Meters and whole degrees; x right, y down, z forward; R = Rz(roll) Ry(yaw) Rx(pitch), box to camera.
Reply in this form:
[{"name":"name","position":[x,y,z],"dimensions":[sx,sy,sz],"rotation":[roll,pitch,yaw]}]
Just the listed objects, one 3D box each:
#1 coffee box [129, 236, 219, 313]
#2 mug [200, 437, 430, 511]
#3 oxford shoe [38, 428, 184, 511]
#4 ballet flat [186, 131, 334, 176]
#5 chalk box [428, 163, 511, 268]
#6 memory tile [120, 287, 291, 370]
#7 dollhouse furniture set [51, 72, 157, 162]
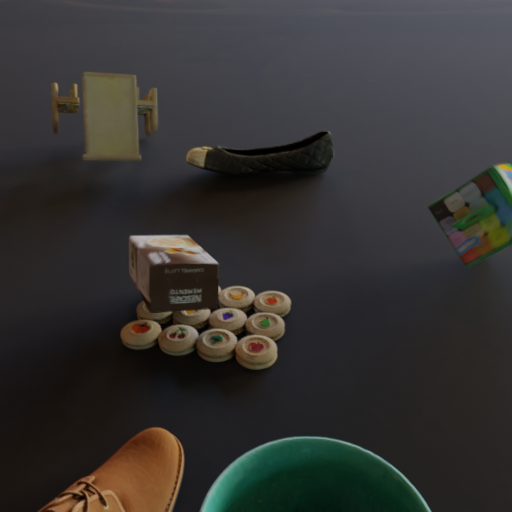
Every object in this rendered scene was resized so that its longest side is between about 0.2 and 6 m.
[{"name":"coffee box","position":[-1.055,0.177,6.901],"dimensions":[0.825,0.575,1.442],"rotation":[-2,15,-20]},{"name":"mug","position":[0.399,2.230,3.509],"dimensions":[1.511,1.137,1.839],"rotation":[-4,31,-8]},{"name":"oxford shoe","position":[-1.245,2.013,4.267],"dimensions":[0.781,0.780,2.189],"rotation":[12,31,22]},{"name":"ballet flat","position":[0.081,-2.057,11.070],"dimensions":[2.919,0.829,0.970],"rotation":[-2,26,-4]},{"name":"chalk box","position":[3.122,-0.549,7.604],"dimensions":[1.633,1.019,1.012],"rotation":[-19,76,-55]},{"name":"memory tile","position":[-0.584,0.763,6.966],"dimensions":[1.916,0.161,1.468],"rotation":[7,31,12]},{"name":"dollhouse furniture set","position":[-3.168,-2.758,11.833],"dimensions":[2.142,1.623,2.444],"rotation":[-3,6,-19]}]
